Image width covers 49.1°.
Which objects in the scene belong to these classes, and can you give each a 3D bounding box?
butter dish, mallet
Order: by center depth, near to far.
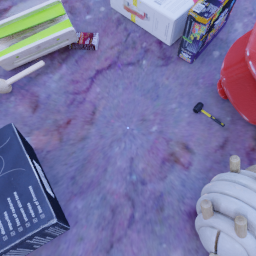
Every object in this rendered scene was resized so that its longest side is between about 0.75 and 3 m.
[{"bbox_3d":[3.538,-1.378,7.880,2.911,2.158,2.919,46,54,-21],"label":"butter dish"},{"bbox_3d":[2.465,-0.408,8.405,1.045,0.215,0.344,31,64,9],"label":"mallet"}]

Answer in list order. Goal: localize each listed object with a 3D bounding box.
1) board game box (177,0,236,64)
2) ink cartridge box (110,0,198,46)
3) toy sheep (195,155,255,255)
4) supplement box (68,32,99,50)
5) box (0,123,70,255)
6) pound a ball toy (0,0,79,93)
[{"bbox_3d":[2.607,-3.479,8.910,0.665,1.939,2.346,35,69,16],"label":"board game box"},{"bbox_3d":[1.068,-4.588,9.855,2.913,1.215,2.114,40,70,17],"label":"ink cartridge box"},{"bbox_3d":[2.422,1.936,6.236,2.036,2.036,2.952,40,64,17],"label":"toy sheep"},{"bbox_3d":[-1.527,-2.979,9.583,0.992,0.302,0.540,3,64,3],"label":"supplement box"},{"bbox_3d":[-3.168,1.769,6.491,2.604,1.642,2.649,-28,67,-13],"label":"box"},{"bbox_3d":[-3.025,-2.461,8.885,2.966,1.260,1.934,-25,86,-3],"label":"pound a ball toy"}]
